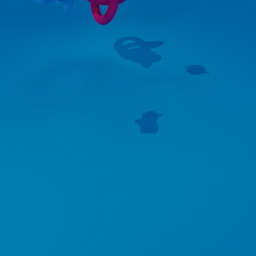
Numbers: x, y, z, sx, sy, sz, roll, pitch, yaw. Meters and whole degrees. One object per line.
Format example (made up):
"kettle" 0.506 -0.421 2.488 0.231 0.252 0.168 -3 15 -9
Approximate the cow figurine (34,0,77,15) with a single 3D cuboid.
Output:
"cow figurine" -1.263 -2.275 4.649 1.033 0.577 1.050 19 27 -25

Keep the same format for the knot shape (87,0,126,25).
"knot shape" -0.674 -4.652 9.309 1.890 0.933 2.020 -31 89 12
